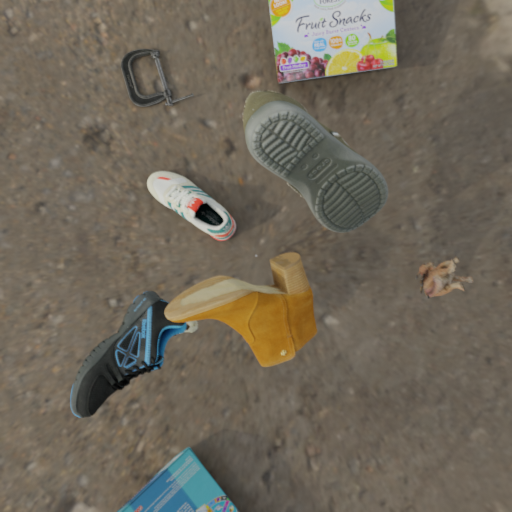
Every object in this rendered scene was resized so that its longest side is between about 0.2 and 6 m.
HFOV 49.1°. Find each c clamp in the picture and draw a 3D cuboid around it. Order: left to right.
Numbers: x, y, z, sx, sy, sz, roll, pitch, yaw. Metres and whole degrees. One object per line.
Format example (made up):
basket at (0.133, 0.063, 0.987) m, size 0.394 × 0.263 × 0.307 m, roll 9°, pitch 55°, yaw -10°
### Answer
c clamp at (-2.244, -3.906, 12.292) m, size 1.315 × 0.208 × 1.539 m, roll -23°, pitch 84°, yaw 2°

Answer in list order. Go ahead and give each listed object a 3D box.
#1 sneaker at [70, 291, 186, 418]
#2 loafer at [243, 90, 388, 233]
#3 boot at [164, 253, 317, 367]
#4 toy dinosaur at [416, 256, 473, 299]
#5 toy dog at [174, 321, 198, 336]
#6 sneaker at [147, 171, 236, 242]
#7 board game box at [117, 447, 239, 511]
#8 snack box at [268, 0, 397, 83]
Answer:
sneaker at (-1.920, 1.556, 8.414) m, size 0.879 × 0.785 × 2.146 m, roll 31°, pitch 75°, yaw 14°
loafer at (0.999, -1.570, 9.072) m, size 1.318 × 3.504 × 1.220 m, roll -37°, pitch 49°, yaw 15°
boot at (-0.109, 1.035, 8.348) m, size 2.272 × 0.799 × 1.627 m, roll -21°, pitch 118°, yaw -18°
toy dinosaur at (3.051, 0.443, 9.472) m, size 0.922 × 1.361 × 0.584 m, roll -27°, pitch 89°, yaw 33°
toy dog at (-1.294, 1.240, 9.772) m, size 0.490 × 0.475 × 0.342 m, roll -7°, pitch 112°, yaw -27°
sneaker at (-1.330, -1.127, 11.432) m, size 2.147 × 1.004 × 0.756 m, roll 36°, pitch 83°, yaw 5°
board game box at (-1.131, 5.359, 9.933) m, size 2.991 × 0.702 × 2.258 m, roll 50°, pitch 41°, yaw 7°
snack box at (1.587, -4.681, 11.680) m, size 2.487 × 0.659 × 1.769 m, roll -7°, pitch 107°, yaw 6°
